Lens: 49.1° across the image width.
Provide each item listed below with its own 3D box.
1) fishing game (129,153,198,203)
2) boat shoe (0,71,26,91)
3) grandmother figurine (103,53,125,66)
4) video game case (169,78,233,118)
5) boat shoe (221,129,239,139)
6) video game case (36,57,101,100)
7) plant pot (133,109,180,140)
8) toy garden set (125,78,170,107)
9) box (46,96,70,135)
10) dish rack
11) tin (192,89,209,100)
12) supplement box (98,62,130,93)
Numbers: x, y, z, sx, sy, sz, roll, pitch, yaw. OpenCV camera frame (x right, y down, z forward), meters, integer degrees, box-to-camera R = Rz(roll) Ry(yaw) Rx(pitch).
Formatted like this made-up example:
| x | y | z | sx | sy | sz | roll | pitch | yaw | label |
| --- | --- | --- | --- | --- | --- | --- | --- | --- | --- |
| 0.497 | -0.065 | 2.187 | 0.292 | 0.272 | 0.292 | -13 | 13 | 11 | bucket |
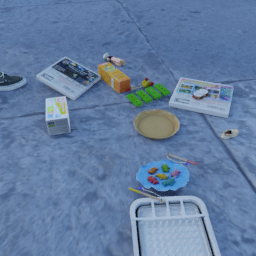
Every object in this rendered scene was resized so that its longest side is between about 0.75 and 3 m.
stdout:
| x | y | z | sx | sy | sz | roll | pitch | yaw | label |
| --- | --- | --- | --- | --- | --- | --- | --- | --- | --- |
| 1.117 | 1.425 | 9.040 | 1.744 | 0.379 | 2.436 | 16 | 32 | 37 | fishing game |
| -6.126 | -2.291 | 13.445 | 2.277 | 0.807 | 0.821 | -10 | 41 | -11 | boat shoe |
| -0.857 | -3.823 | 15.611 | 1.414 | 0.428 | 0.858 | 29 | 20 | 33 | grandmother figurine |
| 3.410 | -1.463 | 12.871 | 2.565 | 0.304 | 2.335 | 13 | 42 | 16 | video game case |
| 4.013 | 0.191 | 10.923 | 0.809 | 0.280 | 0.298 | -20 | 44 | -22 | boat shoe |
| -2.865 | -2.475 | 13.685 | 2.315 | 0.270 | 2.105 | 30 | 51 | 15 | video game case |
| 1.148 | -0.129 | 11.329 | 1.861 | 0.256 | 1.861 | 0 | 41 | 0 | plant pot |
| 0.742 | -1.641 | 13.054 | 1.881 | 0.375 | 1.568 | -23 | 47 | -24 | toy garden set |
| -2.853 | -0.527 | 11.382 | 0.861 | 0.776 | 1.531 | -9 | 41 | -10 | box |
| 1.188 | 3.014 | 7.383 | 2.170 | 0.551 | 2.529 | -2 | 40 | -3 | dish rack |
| 3.264 | -1.536 | 12.597 | 0.850 | 0.178 | 0.476 | -28 | 43 | -29 | tin |
| -0.716 | -2.514 | 13.815 | 0.682 | 0.706 | 2.051 | -23 | 44 | -26 | supplement box |
